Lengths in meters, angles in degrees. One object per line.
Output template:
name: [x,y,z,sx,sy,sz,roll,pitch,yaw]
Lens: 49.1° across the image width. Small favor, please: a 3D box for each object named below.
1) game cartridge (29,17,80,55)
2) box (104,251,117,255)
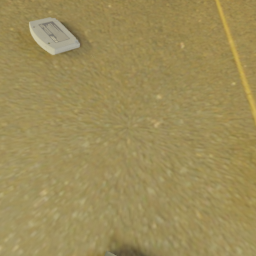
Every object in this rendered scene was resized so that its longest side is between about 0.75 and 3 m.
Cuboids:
game cartridge: [-2.207,-2.692,8.165,0.979,0.301,1.471,-25,60,-34]
box: [0.015,3.173,5.120,1.528,0.390,1.205,22,65,12]
